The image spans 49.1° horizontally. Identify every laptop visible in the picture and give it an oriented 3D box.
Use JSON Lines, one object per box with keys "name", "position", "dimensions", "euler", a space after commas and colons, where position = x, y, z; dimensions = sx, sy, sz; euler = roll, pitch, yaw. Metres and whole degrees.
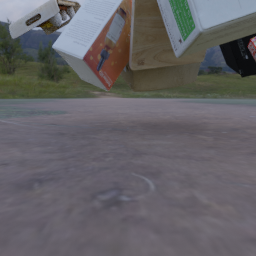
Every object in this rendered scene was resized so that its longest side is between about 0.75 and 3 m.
{"name": "laptop", "position": [3.851, -2.931, 9.171], "dimensions": [2.270, 2.126, 1.316], "euler": [-8, 35, 41]}

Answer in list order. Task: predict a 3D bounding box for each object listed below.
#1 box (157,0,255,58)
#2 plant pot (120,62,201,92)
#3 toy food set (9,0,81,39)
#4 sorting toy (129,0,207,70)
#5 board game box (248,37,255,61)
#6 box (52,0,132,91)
{"name": "box", "position": [1.703, -2.746, 5.080], "dimensions": [2.131, 2.120, 1.825], "euler": [-19, 1, -1]}
{"name": "plant pot", "position": [0.754, -2.903, 9.716], "dimensions": [2.463, 2.782, 2.779], "euler": [-26, -29, -14]}
{"name": "toy food set", "position": [-2.401, -3.302, 8.741], "dimensions": [1.658, 0.698, 2.311], "euler": [-23, 14, 17]}
{"name": "sorting toy", "position": [1.072, -2.757, 7.334], "dimensions": [2.189, 2.176, 0.762], "euler": [-9, 45, -13]}
{"name": "board game box", "position": [3.521, -2.005, 7.542], "dimensions": [0.179, 0.774, 0.586], "euler": [-26, -10, 13]}
{"name": "box", "position": [-0.683, -2.397, 7.632], "dimensions": [1.128, 2.122, 1.615], "euler": [27, -10, 29]}
